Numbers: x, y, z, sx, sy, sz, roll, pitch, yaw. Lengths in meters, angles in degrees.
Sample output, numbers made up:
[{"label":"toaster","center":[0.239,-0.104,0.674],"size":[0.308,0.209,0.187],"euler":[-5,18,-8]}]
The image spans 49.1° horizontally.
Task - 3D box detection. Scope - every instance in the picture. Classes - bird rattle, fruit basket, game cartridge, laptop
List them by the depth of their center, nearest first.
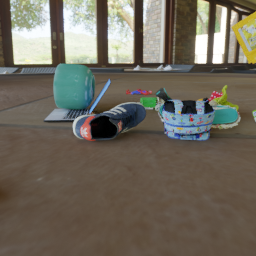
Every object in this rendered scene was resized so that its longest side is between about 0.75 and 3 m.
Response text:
[{"label":"game cartridge","center":[4.543,-3.182,9.682],"size":[1.379,1.565,0.254],"euler":[-26,0,44]},{"label":"bird rattle","center":[3.574,-1.073,12.415],"size":[2.138,1.477,2.622],"euler":[-17,12,1]},{"label":"laptop","center":[-2.162,-1.324,12.574],"size":[2.787,1.615,2.610],"euler":[-1,14,-4]},{"label":"fruit basket","center":[1.087,-1.286,14.774],"size":[1.209,0.612,1.306],"euler":[0,3,1]}]

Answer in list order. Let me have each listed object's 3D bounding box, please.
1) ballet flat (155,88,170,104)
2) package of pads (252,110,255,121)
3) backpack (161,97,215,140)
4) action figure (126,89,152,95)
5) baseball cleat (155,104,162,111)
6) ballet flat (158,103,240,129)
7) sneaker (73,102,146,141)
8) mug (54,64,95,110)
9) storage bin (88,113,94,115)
[{"label":"ballet flat","center":[1.881,-1.442,14.213],"size":[0.620,0.616,1.812],"euler":[-30,-36,15]},{"label":"package of pads","center":[6.181,-0.677,10.724],"size":[2.158,0.736,1.667],"euler":[-10,-9,-30]},{"label":"backpack","center":[1.933,-0.257,9.032],"size":[1.741,1.283,1.907],"euler":[2,14,8]},{"label":"action figure","center":[0.809,-2.574,19.886],"size":[1.834,0.474,0.600],"euler":[7,13,16]},{"label":"baseball cleat","center":[2.020,-0.963,13.667],"size":[1.451,0.506,0.772],"euler":[-17,32,-31]},{"label":"ballet flat","center":[2.627,-0.363,10.572],"size":[2.984,1.128,0.954],"euler":[7,-14,11]},{"label":"sneaker","center":[-0.354,-0.150,9.295],"size":[2.767,1.037,1.169],"euler":[-20,20,-28]},{"label":"mug","center":[-2.436,-2.014,13.598],"size":[1.612,2.142,2.607],"euler":[4,18,3]},{"label":"storage bin","center":[-1.230,-0.199,10.318],"size":[0.603,0.653,0.898],"euler":[15,18,15]}]
